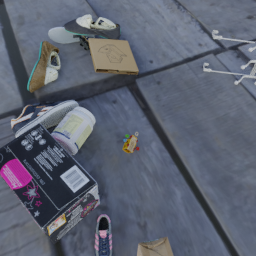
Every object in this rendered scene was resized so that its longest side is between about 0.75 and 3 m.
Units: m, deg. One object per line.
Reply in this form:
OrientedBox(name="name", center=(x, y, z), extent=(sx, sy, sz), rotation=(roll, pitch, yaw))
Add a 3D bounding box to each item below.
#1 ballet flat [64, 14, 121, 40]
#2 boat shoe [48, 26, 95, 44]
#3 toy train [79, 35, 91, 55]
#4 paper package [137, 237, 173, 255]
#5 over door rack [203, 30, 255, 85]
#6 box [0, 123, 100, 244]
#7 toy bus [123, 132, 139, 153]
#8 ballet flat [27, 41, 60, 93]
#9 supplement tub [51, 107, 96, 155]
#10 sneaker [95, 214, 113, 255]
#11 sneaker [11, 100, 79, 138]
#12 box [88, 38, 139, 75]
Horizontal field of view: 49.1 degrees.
OrientedBox(name="ballet flat", center=(-1.561, -4.717, 12.876), extent=(2.653, 0.969, 0.969), rotation=(6, 53, -17))
OrientedBox(name="boat shoe", center=(-2.692, -4.628, 13.444), extent=(2.177, 0.804, 0.743), rotation=(-9, 47, -7))
OrientedBox(name="toy train", center=(-1.390, -3.471, 12.823), extent=(0.600, 0.447, 2.619), rotation=(-31, 63, -25))
OrientedBox(name="paper package", center=(0.760, 3.742, 7.149), extent=(0.798, 1.543, 1.470), rotation=(-11, 55, -8))
OrientedBox(name="over door rack", center=(4.438, -2.784, 11.560), extent=(2.468, 1.823, 0.822), rotation=(17, 51, 11))
OrientedBox(name="box", center=(-2.459, 1.623, 8.555), extent=(1.910, 1.659, 2.891), rotation=(-37, 64, -25))
OrientedBox(name="toy bus", center=(0.067, 0.542, 10.054), extent=(0.717, 0.370, 0.677), rotation=(-15, 93, -43))
OrientedBox(name="ballet flat", center=(-3.498, -2.632, 12.100), extent=(1.055, 0.989, 2.917), rotation=(12, 50, -14))
OrientedBox(name="supplement tub", center=(-1.931, 0.091, 9.959), extent=(1.096, 1.096, 1.511), rotation=(23, 58, 15))
OrientedBox(name="sneaker", center=(-0.725, 3.239, 8.050), extent=(0.531, 0.621, 1.515), rotation=(-5, 55, -4))
OrientedBox(name="sneaker", center=(-3.141, -0.532, 10.449), extent=(2.562, 1.005, 1.017), rotation=(-31, 66, -18))
OrientedBox(name="box", center=(-0.685, -3.181, 12.316), extent=(1.874, 0.244, 2.293), rotation=(-1, 50, -18))
